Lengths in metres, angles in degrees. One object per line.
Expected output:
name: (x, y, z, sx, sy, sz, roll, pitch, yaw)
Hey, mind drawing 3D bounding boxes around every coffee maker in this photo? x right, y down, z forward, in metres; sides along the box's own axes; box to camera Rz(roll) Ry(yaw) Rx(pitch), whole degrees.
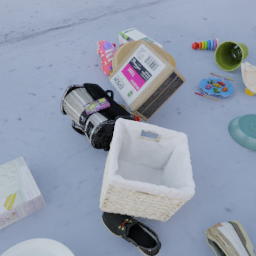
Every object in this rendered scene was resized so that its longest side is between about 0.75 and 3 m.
coffee maker: (-0.916, -0.558, 10.738, 2.497, 1.751, 2.600, -27, 51, -25)

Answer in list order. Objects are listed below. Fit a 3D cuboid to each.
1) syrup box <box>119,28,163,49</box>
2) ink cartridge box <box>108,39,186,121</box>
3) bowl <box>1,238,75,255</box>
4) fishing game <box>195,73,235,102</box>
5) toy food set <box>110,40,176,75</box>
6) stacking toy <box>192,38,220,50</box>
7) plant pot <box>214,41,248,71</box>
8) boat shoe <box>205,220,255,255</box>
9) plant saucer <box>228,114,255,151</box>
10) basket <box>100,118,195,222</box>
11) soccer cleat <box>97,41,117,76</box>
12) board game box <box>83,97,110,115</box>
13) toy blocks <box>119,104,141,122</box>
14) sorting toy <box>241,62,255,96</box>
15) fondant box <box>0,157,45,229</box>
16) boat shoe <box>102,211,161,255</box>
syrup box: (0.654, -4.341, 15.106, 1.025, 1.060, 2.604, -28, 50, -23)
ink cartridge box: (0.636, -1.937, 11.051, 2.201, 1.004, 2.672, -46, 45, 12)
bowl: (-2.158, 3.928, 6.576, 2.345, 1.054, 2.345, -2, 47, 2)
fishing game: (4.181, -1.991, 13.099, 1.714, 0.372, 2.394, 26, 44, 24)
toy food set: (0.661, -2.997, 13.373, 2.948, 0.725, 2.978, 31, 68, 6)
stacking toy: (4.362, -4.681, 15.838, 1.501, 0.641, 0.641, -4, 44, 4)
plant pot: (5.505, -3.826, 14.462, 1.516, 1.516, 1.440, 34, 42, 30)
boat shoe: (2.830, 3.710, 6.923, 1.000, 1.092, 2.923, -9, 35, -5)
plant saucer: (5.064, 0.063, 11.085, 2.053, 0.369, 2.053, 0, 44, 0)
basket: (0.472, 1.278, 8.200, 2.269, 1.842, 2.290, 13, 43, -8)
soccer cleat: (-0.918, -3.727, 14.612, 1.113, 0.971, 2.912, -5, 42, -14)
board game box: (-1.115, -0.785, 9.860, 0.864, 0.140, 0.518, -21, 37, -12)
toy blocks: (-0.077, -0.292, 11.324, 1.225, 0.534, 1.470, 6, 44, 5)
sorting toy: (6.470, -2.576, 13.263, 2.540, 1.357, 2.287, 8, 37, 10)
fondant box: (-4.097, 2.172, 8.659, 2.488, 0.725, 1.795, -26, 50, -23)
boat shoe: (0.067, 2.879, 8.028, 1.994, 0.625, 0.730, 27, 54, 27)
